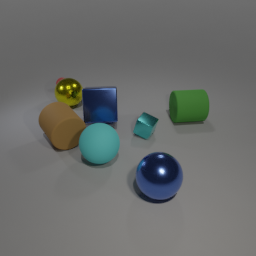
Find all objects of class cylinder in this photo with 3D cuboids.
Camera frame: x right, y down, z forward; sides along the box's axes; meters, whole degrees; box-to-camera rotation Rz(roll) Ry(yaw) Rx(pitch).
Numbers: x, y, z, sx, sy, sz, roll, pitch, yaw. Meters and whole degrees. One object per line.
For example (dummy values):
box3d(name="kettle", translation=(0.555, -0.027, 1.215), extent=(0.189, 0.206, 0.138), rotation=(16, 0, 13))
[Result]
box3d(name="cylinder", translation=(2.653, -0.972, 12.328), extent=(1.400, 1.400, 1.400), rotation=(-3, 31, -6))
box3d(name="cylinder", translation=(-2.526, -0.101, 10.753), extent=(1.400, 1.400, 1.400), rotation=(-19, 39, -29))

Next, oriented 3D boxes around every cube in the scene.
box3d(name="cube", translation=(0.720, -0.090, 11.301), extent=(0.700, 0.700, 0.700), rotation=(27, 40, 12))
box3d(name="cube", translation=(-1.161, -1.033, 11.974), extent=(1.400, 1.400, 1.400), rotation=(-2, 12, -2))

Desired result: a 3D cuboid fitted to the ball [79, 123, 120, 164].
box3d(name="ball", translation=(-0.980, 0.528, 9.639), extent=(1.400, 1.400, 1.400), rotation=(0, 30, 0))

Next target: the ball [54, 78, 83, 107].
box3d(name="ball", translation=(-2.863, -1.730, 13.633), extent=(1.400, 1.400, 1.400), rotation=(0, 30, 0))

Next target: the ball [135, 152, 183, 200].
box3d(name="ball", translation=(0.922, 1.406, 8.283), extent=(1.400, 1.400, 1.400), rotation=(0, 30, 0))

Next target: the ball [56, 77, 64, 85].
box3d(name="ball", translation=(-3.596, -2.422, 15.374), extent=(0.700, 0.700, 0.700), rotation=(0, 30, 0))
